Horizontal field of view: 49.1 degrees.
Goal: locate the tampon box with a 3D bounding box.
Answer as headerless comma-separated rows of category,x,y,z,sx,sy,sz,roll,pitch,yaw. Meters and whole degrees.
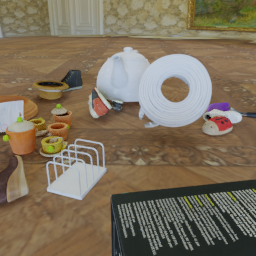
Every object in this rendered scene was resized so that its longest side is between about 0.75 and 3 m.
tampon box,0.940,1.738,3.429,2.176,1.631,1.374,-4,23,-9

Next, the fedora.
fedora,-3.552,-1.724,12.881,1.636,0.667,1.636,5,22,-2

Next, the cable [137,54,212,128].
cable,1.411,-1.164,8.622,2.271,2.272,0.786,-2,-8,9

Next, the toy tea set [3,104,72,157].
toy tea set,-2.591,-0.135,8.639,1.664,1.036,2.798,-1,23,-2

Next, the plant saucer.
plant saucer,-4.885,-0.741,10.782,2.687,0.503,2.687,-1,23,0

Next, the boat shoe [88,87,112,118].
boat shoe,-1.221,-0.984,11.045,0.747,0.850,2.388,-41,22,2

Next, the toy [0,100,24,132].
toy,-4.460,-0.257,9.380,1.953,0.461,1.124,-6,65,-7

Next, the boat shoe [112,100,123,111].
boat shoe,-0.450,-0.913,11.285,0.447,0.421,1.245,10,6,-6

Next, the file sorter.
file sorter,-1.180,0.899,6.530,0.885,0.794,1.276,8,25,20

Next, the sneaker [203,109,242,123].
sneaker,3.301,-0.354,9.966,0.733,0.467,1.268,-18,19,-34

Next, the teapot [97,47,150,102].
teapot,-0.009,-2.491,12.544,2.936,2.173,2.975,-8,20,-29

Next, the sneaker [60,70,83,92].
sneaker,-3.157,-2.386,14.047,1.823,0.968,0.682,-18,29,-36

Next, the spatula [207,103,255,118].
spatula,4.344,-0.607,10.690,2.561,0.263,0.724,9,46,13

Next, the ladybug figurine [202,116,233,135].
ladybug figurine,3.009,-0.105,9.352,1.195,0.430,0.811,-16,28,-33

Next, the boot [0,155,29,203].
boot,-2.967,1.142,6.249,1.261,0.548,1.516,-9,28,-24
